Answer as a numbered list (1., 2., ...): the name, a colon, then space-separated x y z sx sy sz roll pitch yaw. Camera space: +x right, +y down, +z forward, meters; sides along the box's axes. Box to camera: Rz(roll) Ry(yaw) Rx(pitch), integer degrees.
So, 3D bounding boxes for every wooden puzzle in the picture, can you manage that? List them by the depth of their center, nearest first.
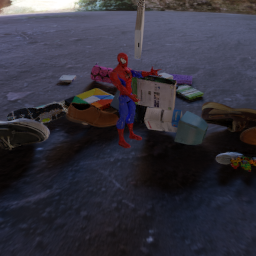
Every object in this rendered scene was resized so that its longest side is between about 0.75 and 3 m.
1. wooden puzzle: -1.694 -1.204 13.280 2.880 0.536 2.664 -22 36 -35

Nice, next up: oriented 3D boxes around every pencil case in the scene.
1. pencil case: -1.023 -3.073 16.233 2.266 1.029 1.062 18 17 25

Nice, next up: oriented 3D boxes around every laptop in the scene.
1. laptop: 0.677 -1.259 12.544 2.404 1.242 2.131 29 29 -6

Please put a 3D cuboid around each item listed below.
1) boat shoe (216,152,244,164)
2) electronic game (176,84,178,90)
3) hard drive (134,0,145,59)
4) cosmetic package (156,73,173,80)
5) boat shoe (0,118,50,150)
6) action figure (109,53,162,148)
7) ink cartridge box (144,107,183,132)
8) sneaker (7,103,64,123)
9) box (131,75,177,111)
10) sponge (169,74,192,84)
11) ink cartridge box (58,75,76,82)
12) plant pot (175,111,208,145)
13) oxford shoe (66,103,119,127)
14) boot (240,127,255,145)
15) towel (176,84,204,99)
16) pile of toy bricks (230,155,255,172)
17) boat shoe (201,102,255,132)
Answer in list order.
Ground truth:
1. boat shoe: 3.423 1.018 9.577 1.024 0.376 0.342 3 14 -14
2. electronic game: 1.303 -2.002 14.272 2.500 0.520 2.500 -6 17 2
3. hard drive: 0.545 -4.704 13.177 0.323 1.621 2.458 4 56 4
4. cosmetic package: 2.056 -2.691 15.839 0.629 0.628 0.762 -20 36 -32
5. boat shoe: -4.367 0.344 10.243 2.958 1.066 1.049 1 44 11
6. action figure: 0.192 -0.623 6.724 1.156 2.335 0.762 12 31 38
7. ink cartridge box: 1.425 -0.306 11.026 1.386 1.012 0.584 8 69 18
8. sneaker: -3.929 -0.506 11.970 2.381 0.923 0.948 -14 12 -32
9. box: 0.829 -1.288 10.010 1.733 1.251 0.315 12 50 15
10. sponge: 2.960 -2.925 16.654 1.691 0.252 0.943 6 30 11
11. ink cartridge box: -3.629 -2.956 16.781 0.848 0.172 0.846 4 29 7
12. plant pot: 2.462 0.078 10.624 0.987 0.966 0.969 20 35 21
13. oxford shoe: -1.378 -0.578 11.595 2.242 0.799 0.800 8 39 -20
14. boot: 5.075 0.684 9.877 1.938 0.743 1.505 10 33 2
15. towel: 3.162 -1.898 14.924 1.075 0.221 1.441 -18 36 -25
16. pile of toy bricks: 3.913 1.193 9.189 0.961 0.533 0.475 7 67 -9
17. boat shoe: 4.340 -0.244 11.373 2.788 1.006 1.004 16 62 7
